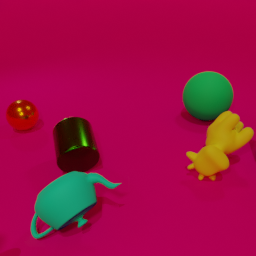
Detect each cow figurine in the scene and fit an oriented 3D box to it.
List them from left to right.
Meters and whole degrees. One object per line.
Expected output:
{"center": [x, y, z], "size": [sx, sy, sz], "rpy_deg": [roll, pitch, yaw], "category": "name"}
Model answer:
{"center": [1.739, 0.336, 5.485], "size": [0.750, 1.345, 1.366], "rpy_deg": [44, 12, -2], "category": "cow figurine"}

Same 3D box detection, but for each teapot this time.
{"center": [-0.801, 1.076, 4.080], "size": [1.469, 0.914, 0.719], "rpy_deg": [-36, 76, -4], "category": "teapot"}

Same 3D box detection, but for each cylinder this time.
{"center": [-1.025, 0.335, 5.479], "size": [0.807, 0.807, 0.807], "rpy_deg": [-8, 47, -15], "category": "cylinder"}

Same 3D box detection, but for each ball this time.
{"center": [-2.622, -0.321, 6.970], "size": [0.776, 0.776, 0.776], "rpy_deg": [0, 28, 0], "category": "ball"}
{"center": [2.080, -0.829, 7.332], "size": [1.273, 1.273, 1.273], "rpy_deg": [0, 28, 0], "category": "ball"}
